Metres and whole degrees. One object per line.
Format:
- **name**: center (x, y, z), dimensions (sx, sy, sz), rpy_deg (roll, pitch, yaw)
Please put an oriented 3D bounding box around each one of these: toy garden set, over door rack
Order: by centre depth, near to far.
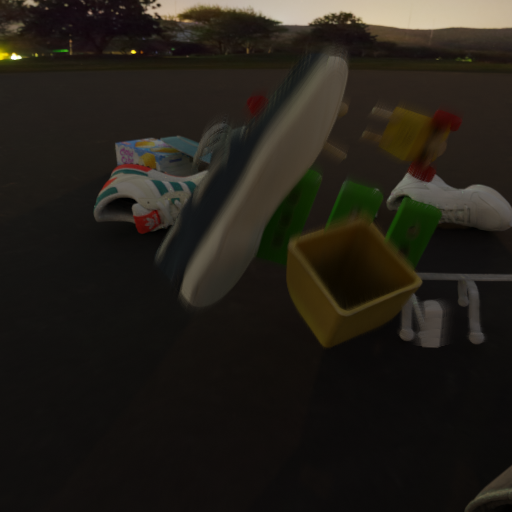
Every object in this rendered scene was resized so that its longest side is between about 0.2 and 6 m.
- **over door rack**: center (2.336, 0.633, 5.724), dimensions (1.612, 0.727, 2.183), rpy_deg (0, 7, 8)
- **toy garden set**: center (0.857, -0.897, 6.548), dimensions (2.676, 2.231, 0.534), rpy_deg (16, 28, -7)

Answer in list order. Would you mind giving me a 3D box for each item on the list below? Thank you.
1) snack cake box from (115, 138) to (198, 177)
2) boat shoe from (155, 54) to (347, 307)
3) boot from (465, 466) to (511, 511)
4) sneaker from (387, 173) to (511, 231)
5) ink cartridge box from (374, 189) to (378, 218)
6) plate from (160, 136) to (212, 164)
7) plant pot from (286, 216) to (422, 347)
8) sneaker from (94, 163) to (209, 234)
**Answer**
- **snack cake box**: center (-2.356, -2.291, 13.218), dimensions (1.074, 0.628, 1.868), rpy_deg (-21, 31, -39)
- **boat shoe**: center (-0.116, -0.827, 5.749), dimensions (0.885, 2.863, 1.072), rpy_deg (40, 22, 25)
- **boot**: center (3.205, 1.206, 3.522), dimensions (2.987, 1.084, 2.716), rpy_deg (-10, -8, -40)
- **sneaker**: center (3.274, -0.770, 9.642), dimensions (1.094, 0.822, 2.195), rpy_deg (-39, 41, -24)
- **ink cartridge box**: center (1.982, -1.007, 10.470), dimensions (0.599, 0.340, 0.817), rpy_deg (5, 23, 12)
- **plate**: center (-1.240, -2.403, 12.963), dimensions (1.991, 0.254, 1.991), rpy_deg (22, 12, -5)
- **plant pot**: center (0.856, 0.362, 5.592), dimensions (0.949, 0.977, 0.955), rpy_deg (-18, 56, -24)
- **sneaker**: center (-1.375, -0.791, 9.453), dimensions (2.865, 1.009, 1.340), rpy_deg (9, 42, 13)
